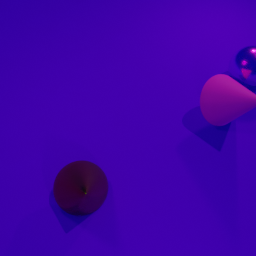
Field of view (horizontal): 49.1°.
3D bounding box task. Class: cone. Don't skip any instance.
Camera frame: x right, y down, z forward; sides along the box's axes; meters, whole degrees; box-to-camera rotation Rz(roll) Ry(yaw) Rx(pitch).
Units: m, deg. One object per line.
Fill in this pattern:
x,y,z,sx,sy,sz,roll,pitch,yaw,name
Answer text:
3.001,-0.727,7.483,1.499,1.505,1.499,-3,97,-24,cone
-1.021,1.427,6.405,1.377,1.382,1.377,2,83,-13,cone

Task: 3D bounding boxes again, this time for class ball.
3.823,-1.933,8.791,1.277,1.277,1.277,0,59,0,ball
